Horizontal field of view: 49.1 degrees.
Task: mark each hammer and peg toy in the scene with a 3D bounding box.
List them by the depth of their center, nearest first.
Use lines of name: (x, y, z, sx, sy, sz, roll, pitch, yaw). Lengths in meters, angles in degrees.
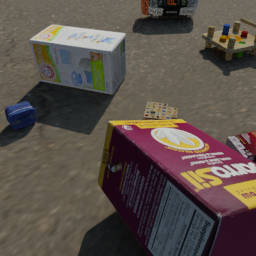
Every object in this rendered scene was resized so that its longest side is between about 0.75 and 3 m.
hammer and peg toy: (4.590, -3.688, 11.520, 2.594, 0.915, 1.908, -16, 42, -18)

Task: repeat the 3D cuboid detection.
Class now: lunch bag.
lunch bag: (-2.976, -0.343, 7.904, 0.812, 0.552, 0.537, -25, 47, -28)

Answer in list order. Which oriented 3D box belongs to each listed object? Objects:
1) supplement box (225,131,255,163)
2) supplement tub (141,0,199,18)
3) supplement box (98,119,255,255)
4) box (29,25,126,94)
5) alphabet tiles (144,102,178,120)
supplement box: (3.274, 0.481, 7.042, 1.419, 0.432, 0.772, -11, 42, -14)
supplement tub: (2.053, -6.408, 14.098, 2.667, 1.634, 1.634, -4, 41, -4)
supplement box: (0.940, 1.025, 4.830, 1.889, 1.489, 2.886, -2, 25, -32)
box: (-1.595, -2.352, 9.431, 2.813, 1.582, 1.426, 12, 42, 14)
alphabet tiles: (1.011, -0.512, 8.499, 0.966, 0.036, 0.807, 8, 41, 9)
